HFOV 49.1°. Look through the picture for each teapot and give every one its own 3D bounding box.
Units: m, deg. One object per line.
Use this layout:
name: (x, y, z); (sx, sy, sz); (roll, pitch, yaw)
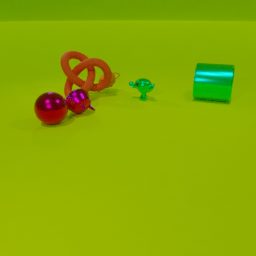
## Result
teapot: (-0.840, -1.884, 11.354); (1.171, 0.573, 0.728); (-33, 30, 4)
teapot: (-1.529, -0.801, 8.953); (0.667, 0.847, 1.362); (47, 15, 24)

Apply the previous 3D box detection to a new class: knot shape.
knot shape: (-1.533, -1.977, 10.509); (1.863, 1.991, 0.920); (-1, -5, 0)

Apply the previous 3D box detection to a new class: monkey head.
monkey head: (0.550, -1.439, 10.346); (1.060, 0.763, 0.639); (11, -8, 28)

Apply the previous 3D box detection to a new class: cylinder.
cylinder: (3.155, -1.697, 10.363); (1.336, 1.336, 1.336); (8, 24, 17)

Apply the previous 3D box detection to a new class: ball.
ball: (-2.255, -0.581, 8.227); (0.973, 0.973, 0.973); (0, 23, 0)
